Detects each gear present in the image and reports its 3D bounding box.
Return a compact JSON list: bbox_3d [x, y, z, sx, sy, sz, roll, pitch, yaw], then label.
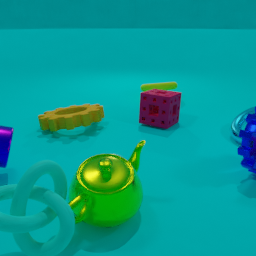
[{"bbox_3d":[2.911,0.243,5.984,1.482,1.482,0.274,-14,18,-32],"label":"gear"},{"bbox_3d":[-1.731,-0.357,8.637,1.954,0.361,1.954,-7,15,2],"label":"gear"}]

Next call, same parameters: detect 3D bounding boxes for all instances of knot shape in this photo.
[{"bbox_3d":[-1.282,1.040,3.983,1.322,0.611,1.237,34,50,-8],"label":"knot shape"}]

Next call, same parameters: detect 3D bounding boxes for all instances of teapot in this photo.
[{"bbox_3d":[-0.328,0.922,4.761,1.280,1.008,2.058,26,42,29],"label":"teapot"}]

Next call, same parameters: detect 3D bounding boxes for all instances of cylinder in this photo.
[{"bbox_3d":[-2.847,0.336,5.689,0.858,0.858,0.858,11,17,-22],"label":"cylinder"}]

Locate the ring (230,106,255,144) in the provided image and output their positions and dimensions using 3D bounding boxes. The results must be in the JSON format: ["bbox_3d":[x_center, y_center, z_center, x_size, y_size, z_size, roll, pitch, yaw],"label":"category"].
[{"bbox_3d":[3.632,-0.101,7.619,1.678,0.336,1.678,-24,26,13],"label":"ring"}]

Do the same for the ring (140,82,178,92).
[{"bbox_3d":[1.279,-1.709,11.606,1.534,0.307,1.534,-4,9,1],"label":"ring"}]

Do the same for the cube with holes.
[{"bbox_3d":[1.021,-0.641,8.863,0.974,0.974,0.974,13,20,28],"label":"cube with holes"}]
